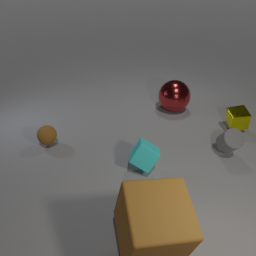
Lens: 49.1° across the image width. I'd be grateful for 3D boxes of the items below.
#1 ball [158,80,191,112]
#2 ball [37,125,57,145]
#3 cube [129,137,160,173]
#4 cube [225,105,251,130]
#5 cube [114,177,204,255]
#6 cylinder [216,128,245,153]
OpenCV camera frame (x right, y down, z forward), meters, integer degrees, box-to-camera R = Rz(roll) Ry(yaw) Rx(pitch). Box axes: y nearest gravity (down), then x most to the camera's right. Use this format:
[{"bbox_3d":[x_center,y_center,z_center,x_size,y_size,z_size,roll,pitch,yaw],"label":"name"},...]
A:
[{"bbox_3d":[2.038,-1.407,12.316,1.400,1.400,1.400,0,31,0],"label":"ball"},{"bbox_3d":[-2.903,0.244,10.021,0.700,0.700,0.700,0,31,0],"label":"ball"},{"bbox_3d":[0.508,0.833,8.694,0.700,0.700,0.700,31,15,-7],"label":"cube"},{"bbox_3d":[4.245,-0.376,10.854,0.700,0.700,0.700,-10,44,0],"label":"cube"},{"bbox_3d":[0.546,2.049,6.022,1.400,1.400,1.400,-1,48,-13],"label":"cube"},{"bbox_3d":[3.425,0.432,9.418,0.700,0.700,0.700,2,72,-6],"label":"cylinder"}]
